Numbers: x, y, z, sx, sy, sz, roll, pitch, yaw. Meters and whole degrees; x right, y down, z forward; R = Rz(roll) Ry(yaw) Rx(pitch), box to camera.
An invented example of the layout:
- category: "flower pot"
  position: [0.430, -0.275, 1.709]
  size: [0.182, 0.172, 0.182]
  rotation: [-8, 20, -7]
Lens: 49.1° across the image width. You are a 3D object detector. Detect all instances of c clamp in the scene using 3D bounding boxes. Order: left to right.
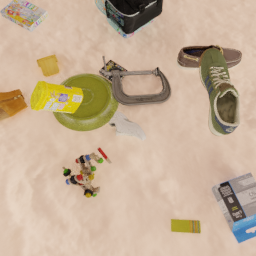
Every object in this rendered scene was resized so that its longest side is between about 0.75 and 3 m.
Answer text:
- category: "c clamp"
  position: [0.391, -2.080, 11.972]
  size: [2.925, 0.396, 2.499]
  rotation: [0, 65, -9]

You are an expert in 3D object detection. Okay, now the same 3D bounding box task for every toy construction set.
- category: "toy construction set"
  position: [-1.294, 1.670, 9.982]
  size: [1.690, 1.298, 1.409]
  rotation: [-36, 23, 1]

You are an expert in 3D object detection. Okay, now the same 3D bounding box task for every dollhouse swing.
- category: "dollhouse swing"
  position: [-3.552, -2.801, 12.608]
  size: [0.866, 0.761, 0.787]
  rotation: [-21, 24, -9]

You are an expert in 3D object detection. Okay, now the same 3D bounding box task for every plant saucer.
- category: "plant saucer"
  position: [-1.810, -1.224, 11.683]
  size: [2.848, 0.442, 2.848]
  rotation: [0, 64, -1]

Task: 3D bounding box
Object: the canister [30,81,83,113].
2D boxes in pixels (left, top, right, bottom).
- category: "canister"
  position: [-2.416, -1.008, 9.556]
  size: [1.492, 1.108, 0.646]
  rotation: [5, 53, -38]

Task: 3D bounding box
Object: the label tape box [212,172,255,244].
- category: "label tape box"
  position: [4.006, 2.714, 9.643]
  size: [1.422, 0.656, 1.984]
  rotation: [-17, 64, -8]

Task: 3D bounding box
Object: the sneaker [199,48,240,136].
- category: "sneaker"
  position: [2.629, -1.075, 7.719]
  size: [0.860, 1.152, 2.565]
  rotation: [-6, 86, -4]

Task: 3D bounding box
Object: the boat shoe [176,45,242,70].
- category: "boat shoe"
  position: [3.659, -3.176, 12.380]
  size: [2.952, 0.878, 1.060]
  rotation: [-1, 64, -1]

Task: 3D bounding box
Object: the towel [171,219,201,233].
- category: "towel"
  position: [1.990, 3.381, 9.640]
  size: [1.008, 0.091, 0.434]
  rotation: [3, 59, 2]

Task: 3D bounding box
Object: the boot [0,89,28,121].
- category: "boot"
  position: [-5.202, -1.292, 11.637]
  size: [1.480, 0.727, 2.067]
  rotation: [-34, 73, -21]

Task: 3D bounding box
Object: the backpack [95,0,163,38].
- category: "backpack"
  position: [-0.067, -5.904, 12.943]
  size: [2.631, 2.231, 2.964]
  rotation: [-40, 78, -19]

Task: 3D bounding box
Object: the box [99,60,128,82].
- category: "box"
  position: [-0.642, -2.473, 12.393]
  size: [1.018, 0.250, 0.821]
  rotation: [36, 72, 16]

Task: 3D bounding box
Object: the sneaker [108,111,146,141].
- category: "sneaker"
  position: [-0.059, 0.093, 10.998]
  size: [1.695, 0.660, 0.842]
  rotation: [35, 75, 25]

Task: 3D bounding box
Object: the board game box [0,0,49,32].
- category: "board game box"
  position: [-5.139, -5.673, 13.899]
  size: [1.955, 0.335, 1.314]
  rotation: [30, 68, 14]
